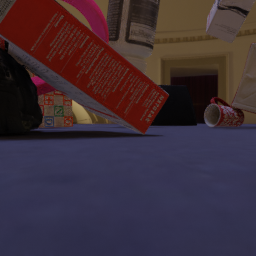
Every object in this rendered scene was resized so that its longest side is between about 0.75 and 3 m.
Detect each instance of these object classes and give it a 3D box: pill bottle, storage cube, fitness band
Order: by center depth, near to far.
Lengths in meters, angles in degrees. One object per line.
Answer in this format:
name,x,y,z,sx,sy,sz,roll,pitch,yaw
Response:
fitness band,-1.545,-1.377,4.550,2.504,1.798,0.469,-15,42,14
pill bottle,0.088,-3.209,9.106,1.649,2.899,1.649,8,8,-1
storage cube,5.267,-1.414,9.486,2.615,2.235,2.351,24,15,36

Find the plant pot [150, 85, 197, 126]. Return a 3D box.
plant pot,1.917,-1.055,13.632,2.168,1.923,2.162,1,1,-16

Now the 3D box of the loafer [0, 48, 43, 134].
loafer,-1.763,-0.459,4.114,0.997,1.031,2.936,-2,1,-18

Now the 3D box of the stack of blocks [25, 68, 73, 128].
stack of blocks,-2.154,-1.018,7.543,1.166,2.025,0.593,-2,0,-45

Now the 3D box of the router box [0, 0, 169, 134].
router box,-0.833,-0.812,3.546,1.956,0.532,2.179,35,-5,-26

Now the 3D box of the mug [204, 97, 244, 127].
mug,3.328,-0.510,9.547,1.168,1.037,0.779,4,3,-25

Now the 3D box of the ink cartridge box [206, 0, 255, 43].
ink cartridge box,2.809,-3.434,7.291,0.809,1.921,1.389,20,43,2
